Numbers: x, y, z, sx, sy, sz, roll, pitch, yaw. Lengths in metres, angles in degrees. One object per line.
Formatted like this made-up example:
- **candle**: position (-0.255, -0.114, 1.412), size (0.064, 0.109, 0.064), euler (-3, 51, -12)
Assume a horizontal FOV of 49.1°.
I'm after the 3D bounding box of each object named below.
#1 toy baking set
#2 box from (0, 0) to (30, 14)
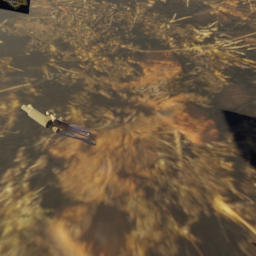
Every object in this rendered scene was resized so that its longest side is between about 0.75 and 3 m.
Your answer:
- **toy baking set**: position (-1.155, -0.092, 4.802), size (1.307, 0.152, 1.003), euler (32, 10, 25)
- **box**: position (-3.412, -3.533, 6.561), size (1.976, 0.572, 2.486), euler (2, 38, -26)
